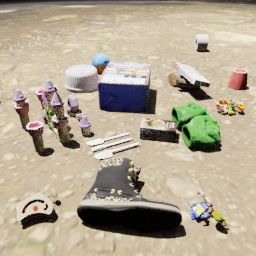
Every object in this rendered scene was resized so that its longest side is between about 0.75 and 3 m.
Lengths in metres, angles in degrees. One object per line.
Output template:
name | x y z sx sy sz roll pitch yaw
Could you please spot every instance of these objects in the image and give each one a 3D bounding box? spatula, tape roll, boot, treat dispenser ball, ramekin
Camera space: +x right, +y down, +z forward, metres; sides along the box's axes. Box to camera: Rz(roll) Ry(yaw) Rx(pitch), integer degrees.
spatula | -0.512 0.600 10.003 1.707 0.137 1.187 -13 29 -23
tape roll | 5.304 -6.184 20.253 0.755 1.099 1.099 1 31 0
boot | 2.996 -2.454 14.659 1.340 0.644 1.833 2 24 -14
treat dispenser ball | -1.580 -3.787 16.353 1.063 1.063 1.063 0 31 0
boot | 0.117 1.686 7.447 2.568 0.940 1.933 -1 31 10
ramekin | -2.372 -2.604 14.469 1.817 0.954 1.817 0 31 0

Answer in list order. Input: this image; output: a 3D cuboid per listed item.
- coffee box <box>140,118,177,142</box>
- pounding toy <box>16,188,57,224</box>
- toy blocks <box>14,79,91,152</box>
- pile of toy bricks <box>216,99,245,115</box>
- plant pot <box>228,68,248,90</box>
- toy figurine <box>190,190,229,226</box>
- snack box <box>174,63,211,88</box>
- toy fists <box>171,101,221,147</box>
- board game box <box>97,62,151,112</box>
coffee box | 1.139 0.066 10.461 1.315 0.525 0.744 6 32 9
pounding toy | -2.298 2.117 7.306 1.148 0.658 0.656 -28 68 -23
toy blocks | -2.723 -0.876 10.402 2.611 2.198 2.440 -18 35 -27
pile of toy bricks | 4.384 -0.815 12.014 1.178 0.653 0.581 8 57 -18
plant pot | 5.716 -2.546 14.455 0.991 0.876 0.991 -1 31 0
toy figurine | 1.944 2.211 7.171 0.663 0.584 1.107 -35 34 -1
snack box | 3.159 -2.679 13.994 0.878 0.297 2.443 7 29 -20
toy fists | 2.598 -0.202 10.558 1.301 0.878 2.553 -3 31 -9
board game box | -0.072 -1.982 13.079 2.152 1.307 2.699 4 31 6
